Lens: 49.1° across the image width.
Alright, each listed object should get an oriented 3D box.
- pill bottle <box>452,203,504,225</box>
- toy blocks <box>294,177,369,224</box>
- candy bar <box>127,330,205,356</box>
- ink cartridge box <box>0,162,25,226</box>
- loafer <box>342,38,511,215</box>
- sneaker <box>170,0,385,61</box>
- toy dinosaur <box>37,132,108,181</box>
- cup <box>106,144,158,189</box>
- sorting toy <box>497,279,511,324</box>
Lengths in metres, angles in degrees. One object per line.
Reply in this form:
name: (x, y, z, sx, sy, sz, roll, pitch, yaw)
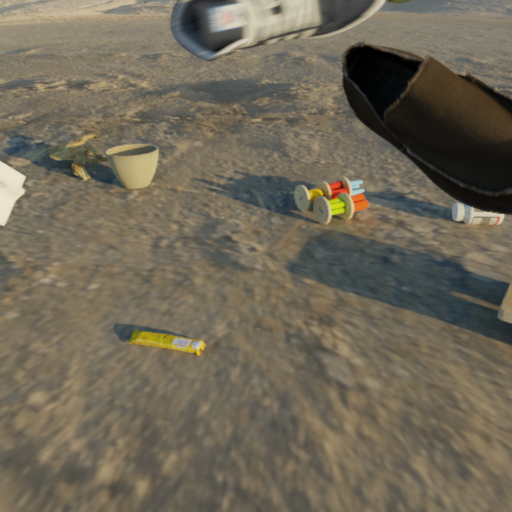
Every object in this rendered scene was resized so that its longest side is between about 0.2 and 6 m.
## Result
pill bottle: (4.119, -0.815, 10.438, 0.831, 0.460, 0.460, 1, 28, 2)
toy blocks: (1.682, -1.136, 10.949, 1.485, 0.539, 1.238, -14, 31, -25)
candy bar: (-1.160, 1.112, 7.214, 1.020, 0.113, 0.254, 7, 33, 12)
ink cartridge box: (-3.619, -0.872, 7.126, 1.156, 0.743, 0.724, 6, 72, 33)
loafer: (1.977, -1.521, 6.257, 1.145, 1.172, 3.210, 24, 14, -47)
sneaker: (0.257, -3.800, 8.627, 3.325, 1.165, 1.804, -1, 26, 26)
toy dinosaur: (-4.340, -2.503, 13.333, 1.242, 0.715, 2.456, -22, 35, -33)
cup: (-2.628, -1.899, 12.067, 1.099, 0.786, 1.099, -2, 24, 1)
sorting toy: (4.210, 0.776, 7.303, 1.766, 0.615, 1.756, 17, 33, 28)
